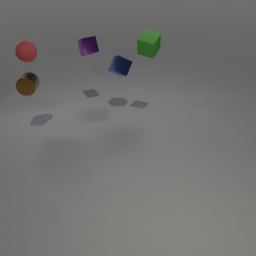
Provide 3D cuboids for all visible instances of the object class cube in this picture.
[{"bbox_3d":[0.807,-3.230,10.770,0.700,0.700,0.700,20,59,16],"label":"cube"},{"bbox_3d":[-0.339,-2.659,12.081,0.700,0.700,0.700,21,1,-22],"label":"cube"},{"bbox_3d":[-1.772,-3.638,12.462,0.700,0.700,0.700,-18,15,-18],"label":"cube"}]

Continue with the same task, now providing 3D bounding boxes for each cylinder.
[{"bbox_3d":[-3.728,-1.637,10.437,0.700,0.700,0.700,-1,30,-2],"label":"cylinder"}]

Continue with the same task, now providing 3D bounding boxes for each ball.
[{"bbox_3d":[-3.441,-2.584,9.468,0.700,0.700,0.700,0,29,0],"label":"ball"}]
